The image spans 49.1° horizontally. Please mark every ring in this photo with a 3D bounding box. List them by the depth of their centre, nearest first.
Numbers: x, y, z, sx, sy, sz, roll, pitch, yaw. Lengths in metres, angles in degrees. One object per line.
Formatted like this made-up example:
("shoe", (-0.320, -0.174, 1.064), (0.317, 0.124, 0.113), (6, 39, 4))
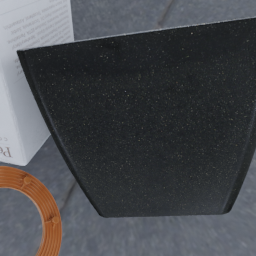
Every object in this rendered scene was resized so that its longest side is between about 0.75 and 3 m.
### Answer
("ring", (-1.808, 1.504, 4.140), (0.192, 2.004, 2.004), (-28, 64, 36))

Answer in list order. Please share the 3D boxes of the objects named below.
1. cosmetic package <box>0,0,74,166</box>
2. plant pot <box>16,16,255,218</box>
("cosmetic package", (-2.499, -1.362, 4.897), (2.457, 2.936, 2.442), (8, 36, 11))
("plant pot", (0.445, -0.195, 4.571), (2.910, 2.903, 2.582), (-4, 106, 9))
